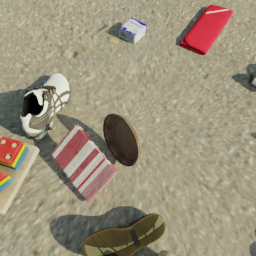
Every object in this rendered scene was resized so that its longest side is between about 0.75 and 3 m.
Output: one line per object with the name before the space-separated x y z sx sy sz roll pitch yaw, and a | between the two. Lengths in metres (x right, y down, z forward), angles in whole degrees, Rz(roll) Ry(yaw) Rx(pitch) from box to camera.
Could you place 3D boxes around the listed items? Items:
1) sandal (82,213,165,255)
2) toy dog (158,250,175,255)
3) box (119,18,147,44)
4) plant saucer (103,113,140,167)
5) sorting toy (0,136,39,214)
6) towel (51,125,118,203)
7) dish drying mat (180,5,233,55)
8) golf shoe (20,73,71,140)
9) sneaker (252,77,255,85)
sandal | -0.089 2.607 6.738 2.071 0.565 0.846 -19 86 -23
toy dog | 1.363 3.667 5.576 2.897 1.395 1.911 16 59 10
box | 0.202 -3.818 10.979 0.761 0.434 0.827 32 62 18
plant saucer | -0.133 0.299 7.672 0.282 1.539 1.539 -24 59 -33
sorting toy | -3.764 1.028 7.529 1.941 0.675 1.929 14 62 15
towel | -1.197 0.926 7.435 1.746 0.199 1.257 48 109 17
dish drying mat | 3.190 -4.030 11.217 1.108 0.263 2.885 28 61 16
golf shoe | -2.518 -0.932 8.653 1.009 1.226 2.595 5 55 9
sneaker | 5.070 -1.706 9.599 1.605 0.608 0.738 -30 69 -9
